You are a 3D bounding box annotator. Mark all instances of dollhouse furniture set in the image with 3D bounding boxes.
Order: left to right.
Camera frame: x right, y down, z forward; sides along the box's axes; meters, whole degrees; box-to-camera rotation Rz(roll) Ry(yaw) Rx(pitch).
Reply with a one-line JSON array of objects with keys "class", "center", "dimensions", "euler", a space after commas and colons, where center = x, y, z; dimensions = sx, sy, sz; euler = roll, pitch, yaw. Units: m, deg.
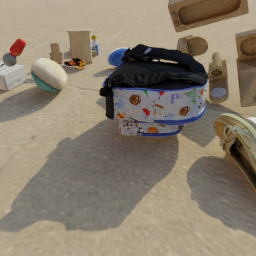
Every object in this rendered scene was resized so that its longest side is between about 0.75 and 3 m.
[{"class": "dollhouse furniture set", "center": [-2.434, -4.064, 12.971], "dimensions": [2.069, 1.430, 2.192], "euler": [-1, 33, -2]}, {"class": "dollhouse furniture set", "center": [2.878, -2.417, 8.521], "dimensions": [2.805, 2.950, 2.404], "euler": [-8, 46, 24]}]

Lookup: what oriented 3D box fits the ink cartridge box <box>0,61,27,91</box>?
[{"class": "ink cartridge box", "center": [-4.801, -2.011, 10.596], "dimensions": [1.509, 0.627, 1.106], "euler": [14, 36, 20]}]

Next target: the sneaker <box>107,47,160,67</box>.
[{"class": "sneaker", "center": [0.273, -2.866, 11.701], "dimensions": [2.167, 0.832, 1.206], "euler": [-4, 25, -17]}]

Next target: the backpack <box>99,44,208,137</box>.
[{"class": "backpack", "center": [0.843, -0.926, 7.652], "dimensions": [2.608, 2.110, 2.738], "euler": [0, 34, 17]}]

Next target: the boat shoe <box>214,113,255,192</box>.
[{"class": "boat shoe", "center": [2.621, 0.556, 6.405], "dimensions": [0.748, 0.867, 2.378], "euler": [-17, 50, -13]}]

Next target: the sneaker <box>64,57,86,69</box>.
[{"class": "sneaker", "center": [-2.292, -2.845, 11.999], "dimensions": [1.046, 0.471, 0.366], "euler": [15, 36, 21]}]

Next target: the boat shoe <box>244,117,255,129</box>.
[{"class": "boat shoe", "center": [3.817, 0.609, 6.466], "dimensions": [1.009, 1.061, 2.947], "euler": [-8, 25, -11]}]

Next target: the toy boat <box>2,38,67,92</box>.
[{"class": "toy boat", "center": [-3.226, -2.066, 9.876], "dimensions": [2.248, 1.045, 1.890], "euler": [37, 13, -14]}]
